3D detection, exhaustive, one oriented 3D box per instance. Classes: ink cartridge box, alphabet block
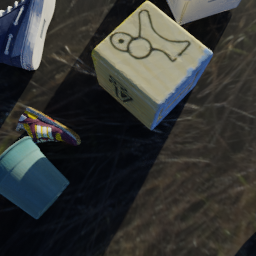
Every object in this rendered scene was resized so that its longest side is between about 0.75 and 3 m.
[{"bbox_3d":[1.898,-4.614,8.014,2.000,1.149,2.756,-20,77,-5],"label":"ink cartridge box"},{"bbox_3d":[0.524,-1.400,6.813,1.957,1.922,1.912,43,78,10],"label":"alphabet block"}]

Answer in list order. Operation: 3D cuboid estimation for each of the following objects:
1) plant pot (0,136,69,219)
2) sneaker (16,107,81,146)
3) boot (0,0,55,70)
[{"bbox_3d":[-2.253,1.215,6.479,1.445,1.475,1.475,41,79,2],"label":"plant pot"},{"bbox_3d":[-2.025,0.154,7.146,1.704,0.638,0.768,29,86,13],"label":"sneaker"},{"bbox_3d":[-2.906,-3.119,7.659,1.352,1.089,2.993,11,77,-3],"label":"boot"}]
